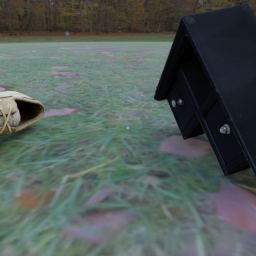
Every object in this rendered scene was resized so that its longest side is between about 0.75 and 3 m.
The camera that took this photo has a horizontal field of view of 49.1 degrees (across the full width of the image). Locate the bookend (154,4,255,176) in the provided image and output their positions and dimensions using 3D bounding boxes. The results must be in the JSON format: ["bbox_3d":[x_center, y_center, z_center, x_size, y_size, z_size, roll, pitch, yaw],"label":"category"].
[{"bbox_3d":[1.659,-0.240,5.143,1.211,2.612,2.628,-16,-19,-11],"label":"bookend"}]

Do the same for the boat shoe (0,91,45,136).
[{"bbox_3d":[-2.657,-0.297,5.855,0.873,0.973,2.629,11,18,11],"label":"boat shoe"}]
